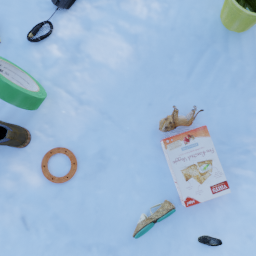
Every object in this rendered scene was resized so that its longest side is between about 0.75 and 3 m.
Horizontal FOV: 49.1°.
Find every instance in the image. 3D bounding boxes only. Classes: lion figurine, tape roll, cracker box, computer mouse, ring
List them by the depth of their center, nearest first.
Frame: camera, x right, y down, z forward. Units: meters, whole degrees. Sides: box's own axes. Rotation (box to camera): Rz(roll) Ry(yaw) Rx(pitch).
[{"bbox_3d":[-3.619,-1.449,8.670,2.252,2.252,0.541,41,102,6],"label":"tape roll"},{"bbox_3d":[2.156,1.228,9.101,1.527,0.658,2.280,-19,83,-3],"label":"cracker box"},{"bbox_3d":[1.770,-0.263,9.318,1.486,0.539,0.910,2,117,-15],"label":"lion figurine"},{"bbox_3d":[-2.293,1.244,9.383,1.211,0.116,1.211,0,81,1],"label":"ring"},{"bbox_3d":[-2.650,-4.290,10.008,0.871,0.506,2.971,32,83,4],"label":"computer mouse"}]

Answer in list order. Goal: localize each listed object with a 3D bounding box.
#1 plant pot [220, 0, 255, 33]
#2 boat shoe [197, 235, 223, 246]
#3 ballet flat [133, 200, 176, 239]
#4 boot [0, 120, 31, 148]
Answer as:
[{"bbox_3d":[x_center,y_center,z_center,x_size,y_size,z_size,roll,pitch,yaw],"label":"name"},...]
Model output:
[{"bbox_3d":[3.974,-4.185,9.337,1.958,1.800,1.958,0,82,0],"label":"plant pot"},{"bbox_3d":[2.635,3.626,8.947,0.791,0.262,0.296,13,82,2],"label":"boat shoe"},{"bbox_3d":[0.758,2.880,8.996,1.647,0.581,0.538,-32,57,-7],"label":"ballet flat"},{"bbox_3d":[-4.687,0.037,8.916,2.831,1.372,1.058,6,82,1],"label":"boot"}]
